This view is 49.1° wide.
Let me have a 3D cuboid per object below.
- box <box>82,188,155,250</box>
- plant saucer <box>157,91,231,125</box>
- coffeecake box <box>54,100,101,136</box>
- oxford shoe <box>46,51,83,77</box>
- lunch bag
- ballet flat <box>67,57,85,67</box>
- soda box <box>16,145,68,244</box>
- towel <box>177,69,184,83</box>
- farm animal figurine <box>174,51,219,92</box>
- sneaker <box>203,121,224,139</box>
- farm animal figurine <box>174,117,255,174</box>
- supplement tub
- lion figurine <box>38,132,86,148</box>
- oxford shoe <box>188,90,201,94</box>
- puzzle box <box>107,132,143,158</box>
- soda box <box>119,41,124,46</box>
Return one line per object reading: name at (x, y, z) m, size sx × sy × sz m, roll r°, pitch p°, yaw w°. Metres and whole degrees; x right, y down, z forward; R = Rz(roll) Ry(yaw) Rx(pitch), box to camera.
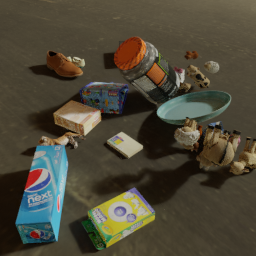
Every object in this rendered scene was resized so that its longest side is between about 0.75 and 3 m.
box at (-0.285, 2.448, 7.675) m, size 1.793 × 0.434 × 1.052 m, roll -24°, pitch 44°, yaw -24°
plant saucer at (2.586, -0.787, 11.070) m, size 2.880 × 0.395 × 2.880 m, roll -16°, pitch 21°, yaw 6°
coffeecake box at (-2.003, -0.434, 11.179) m, size 1.483 × 0.542 × 1.138 m, roll 20°, pitch 43°, yaw 23°
oxford shoe at (-3.392, -3.337, 14.545) m, size 2.625 × 0.936 × 0.936 m, roll 28°, pitch 45°, yaw 28°
lunch bag at (-0.960, -1.607, 12.421) m, size 1.714 × 1.071 × 2.277 m, roll 3°, pitch 29°, yaw 8°
ballet flat at (-3.045, -3.660, 15.288) m, size 1.437 × 0.499 × 0.499 m, roll 9°, pitch 39°, yaw 11°
soda box at (-2.368, 1.764, 8.087) m, size 0.904 × 0.955 × 2.816 m, roll -3°, pitch 39°, yaw -3°
towel at (2.525, -2.507, 13.732) m, size 0.323 × 0.624 × 0.754 m, roll 11°, pitch 39°, yaw 22°
farm animal figurine at (2.931, -2.372, 12.849) m, size 2.048 × 2.071 × 1.080 m, roll 23°, pitch 21°, yaw -17°
sneaker at (3.048, 0.376, 10.255) m, size 0.624 × 0.613 × 1.620 m, roll -4°, pitch 32°, yaw 33°
farm animal figurine at (2.919, 0.754, 8.906) m, size 2.747 × 1.432 × 2.717 m, roll 16°, pitch -1°, yaw 19°
supplement tub at (0.796, -2.339, 11.554) m, size 1.721 × 2.809 × 1.721 m, roll -20°, pitch 54°, yaw 30°
lion figurine at (-2.389, 0.472, 10.164) m, size 1.522 × 0.552 × 0.932 m, roll -17°, pitch 32°, yaw -41°
oxford shoe at (3.291, -1.574, 12.756) m, size 1.032 × 0.375 × 0.436 m, roll 13°, pitch 39°, yaw 16°
puzzle box at (-0.115, 0.601, 10.205) m, size 0.752 × 0.144 × 1.131 m, roll -31°, pitch 48°, yaw -32°
soda box at (-0.066, -4.245, 15.858) m, size 0.746 × 0.668 × 2.109 m, roll -5°, pitch 38°, yaw -5°
